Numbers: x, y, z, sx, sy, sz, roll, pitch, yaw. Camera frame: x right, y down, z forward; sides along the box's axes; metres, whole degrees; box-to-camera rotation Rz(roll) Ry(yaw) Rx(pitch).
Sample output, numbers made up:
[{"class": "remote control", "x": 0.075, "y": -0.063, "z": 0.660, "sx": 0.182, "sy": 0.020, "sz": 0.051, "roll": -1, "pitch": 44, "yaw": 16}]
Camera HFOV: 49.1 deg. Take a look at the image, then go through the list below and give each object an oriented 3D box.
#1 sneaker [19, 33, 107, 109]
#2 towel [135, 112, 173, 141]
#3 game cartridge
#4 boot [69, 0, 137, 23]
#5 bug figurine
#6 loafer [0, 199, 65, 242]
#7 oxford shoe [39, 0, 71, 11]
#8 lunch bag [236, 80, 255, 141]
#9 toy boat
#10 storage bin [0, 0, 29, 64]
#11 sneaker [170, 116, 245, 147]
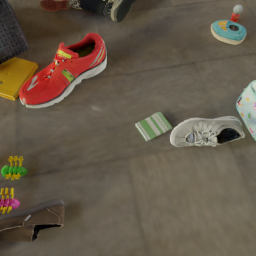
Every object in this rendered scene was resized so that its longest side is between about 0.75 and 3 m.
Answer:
[{"class": "sneaker", "x": -1.846, "y": -1.721, "z": 7.769, "sx": 1.123, "sy": 1.238, "sz": 2.916, "roll": 41, "pitch": 68, "yaw": 20}, {"class": "towel", "x": 0.685, "y": -0.051, "z": 7.496, "sx": 0.814, "sy": 0.095, "sz": 0.621, "roll": -27, "pitch": 64, "yaw": -15}, {"class": "game cartridge", "x": -3.518, "y": -1.527, "z": 8.273, "sx": 1.205, "sy": 0.222, "sz": 1.367, "roll": 18, "pitch": 60, "yaw": 10}, {"class": "boot", "x": -0.675, "y": -4.830, "z": 9.723, "sx": 1.931, "sy": 0.923, "sz": 2.557, "roll": 19, "pitch": 62, "yaw": 13}, {"class": "bug figurine", "x": -3.156, "y": 1.356, "z": 6.481, "sx": 1.445, "sy": 0.480, "sz": 1.864, "roll": 3, "pitch": 58, "yaw": -2}, {"class": "loafer", "x": -2.203, "y": 2.106, "z": 5.934, "sx": 1.847, "sy": 0.674, "sz": 0.656, "roll": -20, "pitch": 62, "yaw": -10}, {"class": "oxford shoe", "x": -2.517, "y": -4.340, "z": 9.810, "sx": 1.110, "sy": 0.393, "sz": 0.410, "roll": 2, "pitch": 38, "yaw": -1}, {"class": "lunch bag", "x": 3.408, "y": -0.460, "z": 7.073, "sx": 0.572, "sy": 1.189, "sz": 1.483, "roll": -12, "pitch": 62, "yaw": -13}, {"class": "toy boat", "x": 3.331, "y": -3.357, "z": 9.044, "sx": 1.145, "sy": 0.633, "sz": 1.362, "roll": 23, "pitch": 63, "yaw": 13}, {"class": "storage bin", "x": -4.431, "y": -3.367, "z": 8.152, "sx": 1.396, "sy": 2.013, "sz": 2.977, "roll": -36, "pitch": 62, "yaw": -18}, {"class": "sneaker", "x": 1.929, "y": 0.125, "z": 6.829, "sx": 1.805, "sy": 0.674, "sz": 0.740, "roll": -14, "pitch": 23, "yaw": 5}]
